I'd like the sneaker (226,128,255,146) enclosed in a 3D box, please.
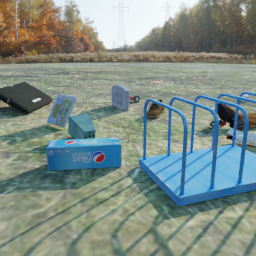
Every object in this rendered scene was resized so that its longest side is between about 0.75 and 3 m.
[{"bbox_3d":[3.443,0.390,8.343,1.058,0.385,0.448,22,59,37],"label":"sneaker"}]

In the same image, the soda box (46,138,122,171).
[{"bbox_3d":[-1.059,0.629,6.894,1.768,0.600,0.567,-2,17,-7],"label":"soda box"}]

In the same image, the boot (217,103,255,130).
[{"bbox_3d":[4.198,-0.510,10.354,1.479,0.507,1.393,-7,37,-22],"label":"boot"}]

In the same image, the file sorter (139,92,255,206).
[{"bbox_3d":[1.931,0.222,6.251,2.879,1.766,1.998,-6,17,-19],"label":"file sorter"}]

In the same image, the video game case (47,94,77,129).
[{"bbox_3d":[-2.435,-0.646,10.252,1.091,1.198,0.132,15,-8,41],"label":"video game case"}]

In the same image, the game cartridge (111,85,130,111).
[{"bbox_3d":[-0.358,-1.479,13.207,0.325,1.071,1.606,-9,19,-25],"label":"game cartridge"}]

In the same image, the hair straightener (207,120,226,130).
[{"bbox_3d":[3.201,-0.129,10.266,0.407,0.217,1.058,15,26,42],"label":"hair straightener"}]

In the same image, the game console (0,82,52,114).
[{"bbox_3d":[-5.508,-1.109,13.345,2.613,1.729,2.971,31,18,-2],"label":"game console"}]

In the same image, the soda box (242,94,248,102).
[{"bbox_3d":[6.277,-1.638,15.067,0.291,0.311,0.914,5,18,18],"label":"soda box"}]

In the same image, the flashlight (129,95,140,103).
[{"bbox_3d":[0.162,-1.602,14.870,0.371,0.370,1.092,-18,25,-37],"label":"flashlight"}]

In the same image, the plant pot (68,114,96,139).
[{"bbox_3d":[-1.401,0.054,8.811,0.640,0.641,0.906,-11,32,-32],"label":"plant pot"}]

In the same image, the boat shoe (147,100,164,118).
[{"bbox_3d":[1.140,-0.836,11.893,0.605,0.572,1.681,5,17,17],"label":"boat shoe"}]
